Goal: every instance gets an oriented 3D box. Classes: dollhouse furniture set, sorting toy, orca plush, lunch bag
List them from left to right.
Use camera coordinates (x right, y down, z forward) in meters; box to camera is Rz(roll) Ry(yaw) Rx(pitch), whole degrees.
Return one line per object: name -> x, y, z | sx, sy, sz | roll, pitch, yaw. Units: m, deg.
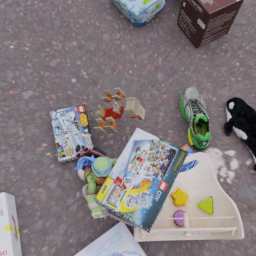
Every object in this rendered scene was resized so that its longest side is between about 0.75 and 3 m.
dollhouse furniture set -> -0.274, -0.525, 9.443 | 1.505, 0.784, 1.522 | -6, 59, 32
lunch bag -> 0.430, -5.752, 12.287 | 1.847, 0.947, 2.298 | -39, 71, -2
sorting toy -> 1.655, 2.052, 8.705 | 2.990, 1.598, 2.692 | -1, 69, 1
orca plush -> 4.341, 0.058, 9.967 | 1.528, 1.033, 2.905 | -1, 68, 0

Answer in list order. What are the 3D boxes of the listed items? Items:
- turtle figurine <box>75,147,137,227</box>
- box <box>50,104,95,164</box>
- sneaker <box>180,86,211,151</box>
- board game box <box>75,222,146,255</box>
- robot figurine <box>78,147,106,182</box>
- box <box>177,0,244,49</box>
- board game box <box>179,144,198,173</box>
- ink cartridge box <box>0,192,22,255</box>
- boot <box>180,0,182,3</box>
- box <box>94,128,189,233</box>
turtle figurine -> -0.387, 1.807, 8.394 | 2.731, 2.648, 1.966 | 14, 71, -9
box -> -2.001, 0.183, 10.261 | 1.354, 0.394, 1.978 | -13, 68, -5
sneaker -> 2.570, -0.482, 10.194 | 0.950, 1.038, 2.436 | -9, 67, -3
board game box -> -0.493, 4.706, 8.302 | 2.711, 0.588, 2.697 | -33, 71, -13
robot figurine -> -1.201, 1.264, 9.527 | 0.728, 0.876, 1.166 | 28, 88, 10
box -> 3.239, -4.741, 11.400 | 1.664, 2.027, 1.681 | -27, 70, -10
board game box -> 1.398, 1.950, 9.604 | 2.855, 0.278, 1.470 | -35, 73, -13
ink cartridge box -> -4.288, 3.246, 8.762 | 1.470, 0.845, 2.025 | -15, 69, -6
boot -> 2.987, -6.707, 12.729 | 2.721, 0.996, 2.049 | -15, 82, -33
box -> 0.387, 1.294, 7.338 | 1.564, 0.432, 2.290 | 26, 68, 14
